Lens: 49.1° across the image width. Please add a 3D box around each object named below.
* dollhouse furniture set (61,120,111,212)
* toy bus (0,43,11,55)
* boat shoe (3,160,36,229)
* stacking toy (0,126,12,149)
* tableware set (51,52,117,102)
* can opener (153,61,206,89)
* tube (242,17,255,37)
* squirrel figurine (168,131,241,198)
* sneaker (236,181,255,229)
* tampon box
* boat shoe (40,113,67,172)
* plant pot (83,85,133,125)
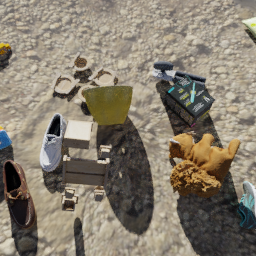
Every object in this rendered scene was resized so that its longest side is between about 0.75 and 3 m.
[{"bbox_3d":[-1.414,1.311,9.288,1.452,2.802,1.241,6,26,-7],"label":"dollhouse furniture set"},{"bbox_3d":[-6.173,-3.782,13.504,0.989,0.387,0.322,-37,69,-17],"label":"toy bus"},{"bbox_3d":[-4.034,2.374,10.128,0.894,0.893,2.539,-22,66,-12],"label":"boat shoe"},{"bbox_3d":[-5.460,0.074,11.398,0.887,0.938,1.617,-25,54,-17],"label":"stacking toy"},{"bbox_3d":[-1.988,-2.214,12.755,2.713,0.315,2.266,26,66,13],"label":"tableware set"},{"bbox_3d":[2.294,-2.380,12.549,2.465,0.824,0.658,15,64,8],"label":"can opener"},{"bbox_3d":[6.736,-4.530,13.760,0.801,0.716,2.760,9,49,-39],"label":"tube"},{"bbox_3d":[2.435,1.255,10.276,2.345,1.778,2.513,25,63,19],"label":"squirrel figurine"},{"bbox_3d":[4.265,2.783,10.066,0.798,0.678,1.749,-3,62,3],"label":"sneaker"},{"bbox_3d":[2.539,-1.115,11.787,1.233,1.039,1.645,-37,69,-17],"label":"tampon box"},{"bbox_3d":[-3.034,0.516,11.116,0.867,0.770,2.356,2,63,1],"label":"boat shoe"},{"bbox_3d":[-0.748,-0.855,11.329,2.019,2.019,1.433,-4,89,-2],"label":"plant pot"}]
